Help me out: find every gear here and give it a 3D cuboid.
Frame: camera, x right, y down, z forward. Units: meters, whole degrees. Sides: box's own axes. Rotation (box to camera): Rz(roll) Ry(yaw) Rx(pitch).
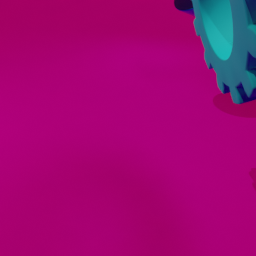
[{"bbox_3d":[1.071,-1.285,2.930,0.374,2.023,2.023,-16,35,5],"label":"gear"}]

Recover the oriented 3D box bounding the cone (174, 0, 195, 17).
[{"bbox_3d":[2.143,-2.820,6.604,1.528,1.534,1.528,-28,43,30],"label":"cone"}]
